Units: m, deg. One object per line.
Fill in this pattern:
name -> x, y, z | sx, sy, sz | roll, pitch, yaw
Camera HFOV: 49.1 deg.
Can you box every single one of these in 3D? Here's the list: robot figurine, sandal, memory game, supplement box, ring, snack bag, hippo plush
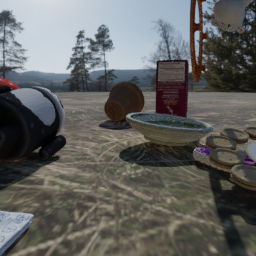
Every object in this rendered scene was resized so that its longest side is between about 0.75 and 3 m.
robot figurine -> -2.203, -0.147, 5.799 | 1.338, 1.611, 2.145 | -6, 15, 20
sandal -> 2.000, 0.508, 4.925 | 1.969, 0.484, 0.801 | 9, 13, 44
memory game -> 2.477, 0.515, 4.255 | 2.559, 0.163, 2.559 | 4, 22, -2
supplement box -> 1.769, -1.437, 11.104 | 1.221, 2.366, 1.549 | 3, 9, 14
ring -> 2.076, -2.743, 8.058 | 0.275, 2.867, 2.867 | 1, 9, 20
snack bag -> -1.848, 1.067, 2.492 | 1.496, 0.160, 1.411 | 1, 10, 9
hippo plush -> 2.807, -3.548, 7.714 | 1.520, 1.534, 1.908 | 33, 14, 21

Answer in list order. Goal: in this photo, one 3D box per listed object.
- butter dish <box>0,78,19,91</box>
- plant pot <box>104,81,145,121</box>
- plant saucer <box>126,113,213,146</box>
butter dish -> -3.986, -0.715, 7.106 | 2.986, 2.207, 2.978 | -8, 12, -40
plant pot -> -0.279, -0.996, 11.687 | 1.597, 1.597, 1.393 | 4, 27, 26
plant saucer -> 1.012, 0.049, 7.181 | 2.199, 0.552, 2.199 | 7, 12, -1
